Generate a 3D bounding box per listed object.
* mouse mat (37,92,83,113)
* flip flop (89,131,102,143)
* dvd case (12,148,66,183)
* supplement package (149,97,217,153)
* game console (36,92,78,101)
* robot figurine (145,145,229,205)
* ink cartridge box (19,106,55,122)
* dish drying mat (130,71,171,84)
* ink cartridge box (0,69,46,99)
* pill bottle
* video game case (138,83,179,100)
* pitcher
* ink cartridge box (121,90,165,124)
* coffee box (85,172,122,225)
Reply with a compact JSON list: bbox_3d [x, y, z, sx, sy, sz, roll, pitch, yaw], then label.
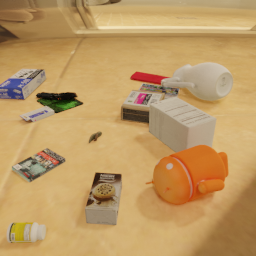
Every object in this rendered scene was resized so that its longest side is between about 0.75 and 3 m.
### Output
[{"bbox_3d":[-3.301,-1.265,13.555,1.573,0.074,1.954,-25,39,-36],"label":"mouse mat"},{"bbox_3d":[-1.209,0.359,10.581,0.218,0.306,0.756,33,36,22],"label":"flip flop"},{"bbox_3d":[-2.932,1.186,9.245,1.028,0.155,1.409,22,36,33],"label":"dvd case"},{"bbox_3d":[1.909,-0.081,10.271,1.299,1.294,2.214,-17,34,-26],"label":"supplement package"},{"bbox_3d":[-3.575,-1.589,13.728,2.067,0.249,1.219,8,18,30],"label":"game console"},{"bbox_3d":[1.734,1.286,7.845,2.386,1.391,1.716,-16,54,-24],"label":"robot figurine"},{"bbox_3d":[-3.951,-0.571,12.177,0.642,0.251,1.355,27,37,37],"label":"ink cartridge box"},{"bbox_3d":[1.466,-2.806,16.043,2.574,0.234,0.989,15,34,22],"label":"dish drying mat"},{"bbox_3d":[-5.569,-2.398,14.904,1.373,0.646,2.921,2,30,6],"label":"ink cartridge box"},{"bbox_3d":[-2.415,2.495,6.693,0.811,0.456,0.456,0,30,-1],"label":"pill bottle"},{"bbox_3d":[1.485,-1.717,14.064,2.004,0.230,1.826,10,31,12],"label":"video game case"},{"bbox_3d":[3.318,-2.256,13.741,2.533,1.790,2.953,-22,27,-25],"label":"pitcher"},{"bbox_3d":[0.690,-0.969,12.380,1.583,0.722,1.922,9,32,13],"label":"ink cartridge box"},{"bbox_3d":[-0.623,1.882,7.631,0.801,0.566,1.418,2,30,4],"label":"coffee box"}]
